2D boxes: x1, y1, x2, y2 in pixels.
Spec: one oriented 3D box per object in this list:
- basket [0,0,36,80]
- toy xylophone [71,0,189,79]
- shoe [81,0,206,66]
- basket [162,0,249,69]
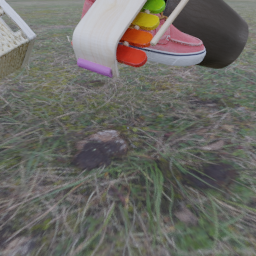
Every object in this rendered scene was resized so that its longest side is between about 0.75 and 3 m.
[{"bbox_3d":[-3.550,-2.278,7.716,1.200,1.319,1.946,-47,10,-28],"label":"basket"},{"bbox_3d":[0.103,-1.616,4.054,1.510,0.518,2.063,31,75,29],"label":"toy xylophone"},{"bbox_3d":[0.476,-2.175,5.768,2.864,1.303,1.023,5,37,-15],"label":"shoe"},{"bbox_3d":[1.723,-2.831,7.756,2.867,2.585,1.950,15,2,-28],"label":"basket"}]
